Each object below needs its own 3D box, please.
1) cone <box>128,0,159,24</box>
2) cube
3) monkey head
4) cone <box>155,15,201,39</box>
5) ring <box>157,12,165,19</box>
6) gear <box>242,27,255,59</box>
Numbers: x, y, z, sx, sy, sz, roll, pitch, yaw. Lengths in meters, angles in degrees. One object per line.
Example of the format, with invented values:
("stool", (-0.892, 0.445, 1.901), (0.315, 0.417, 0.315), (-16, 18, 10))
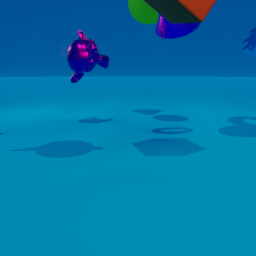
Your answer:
("cone", (0.619, -3.661, 7.789), (1.237, 1.237, 1.242), (0, 9, 0))
("cube", (0.703, -2.064, 3.727), (0.927, 0.927, 0.927), (30, 7, -24))
("monkey head", (-1.076, -1.854, 7.436), (0.861, 1.429, 1.028), (8, -1, 41))
("cone", (1.105, -3.058, 6.852), (1.214, 1.219, 1.214), (-13, 46, 14))
("ring", (1.054, -2.437, 5.194), (1.143, 0.229, 1.143), (-11, -19, -4))
("gear", (3.625, -2.416, 6.707), (0.330, 1.785, 1.785), (42, 2, -14))
